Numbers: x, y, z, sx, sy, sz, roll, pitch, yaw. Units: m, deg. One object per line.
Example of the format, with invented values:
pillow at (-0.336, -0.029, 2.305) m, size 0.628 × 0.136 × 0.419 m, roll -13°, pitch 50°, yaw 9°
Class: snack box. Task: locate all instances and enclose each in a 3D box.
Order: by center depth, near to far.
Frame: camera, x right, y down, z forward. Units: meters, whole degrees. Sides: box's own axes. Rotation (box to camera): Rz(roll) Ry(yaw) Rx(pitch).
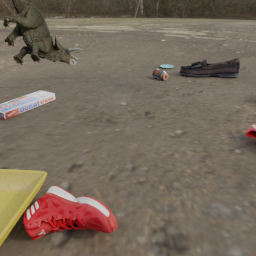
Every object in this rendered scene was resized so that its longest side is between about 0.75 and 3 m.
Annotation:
snack box at (-3.647, -0.867, 9.870) m, size 0.801 × 0.271 × 2.227 m, roll 15°, pitch 30°, yaw 28°

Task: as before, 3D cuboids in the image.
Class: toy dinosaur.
toy dinosaur at (-2.361, -2.374, 6.887) m, size 0.963 × 2.501 × 1.279 m, roll -12°, pitch 35°, yaw 36°

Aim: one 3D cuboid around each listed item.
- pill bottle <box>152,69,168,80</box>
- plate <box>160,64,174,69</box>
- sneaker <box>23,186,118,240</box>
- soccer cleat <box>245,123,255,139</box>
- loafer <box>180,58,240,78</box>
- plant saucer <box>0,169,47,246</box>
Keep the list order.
pill bottle at (1.517, -2.464, 12.996) m, size 0.416 × 0.416 × 0.783 m, roll -16°, pitch 30°, yaw -29°
plate at (2.102, -3.293, 15.068) m, size 0.759 × 0.097 × 0.759 m, roll 0°, pitch 25°, yaw 0°
sneaker at (-1.038, 1.591, 4.611) m, size 1.672 × 0.655 × 0.966 m, roll 5°, pitch 32°, yaw 38°
soccer cleat at (3.795, 0.440, 6.955) m, size 0.712 × 0.663 × 1.945 m, roll -31°, pitch 37°, yaw -2°
loafer at (3.926, -2.962, 13.472) m, size 2.809 × 0.885 × 1.010 m, roll 4°, pitch 26°, yaw 7°
plant saucer at (-2.652, 1.451, 4.794) m, size 1.999 × 0.484 × 1.999 m, roll 1°, pitch 25°, yaw 10°
